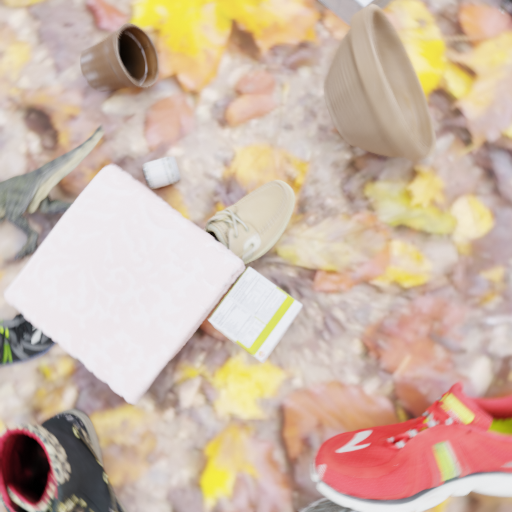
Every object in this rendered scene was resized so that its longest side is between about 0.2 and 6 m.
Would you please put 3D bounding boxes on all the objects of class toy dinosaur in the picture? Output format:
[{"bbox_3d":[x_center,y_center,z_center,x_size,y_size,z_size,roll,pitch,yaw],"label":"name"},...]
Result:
[{"bbox_3d":[-3.555,-0.810,8.969,3.076,0.730,1.355,-28,91,1],"label":"toy dinosaur"}]

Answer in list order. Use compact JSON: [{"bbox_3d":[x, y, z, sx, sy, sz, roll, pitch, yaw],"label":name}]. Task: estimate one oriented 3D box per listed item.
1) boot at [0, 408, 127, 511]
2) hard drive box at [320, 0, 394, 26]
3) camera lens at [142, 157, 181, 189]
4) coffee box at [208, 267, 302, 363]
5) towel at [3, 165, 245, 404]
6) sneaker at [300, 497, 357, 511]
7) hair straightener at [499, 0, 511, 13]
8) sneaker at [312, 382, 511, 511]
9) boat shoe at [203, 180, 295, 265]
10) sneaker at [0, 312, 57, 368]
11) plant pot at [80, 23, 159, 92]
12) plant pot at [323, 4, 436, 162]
[{"bbox_3d":[-2.454,3.384,7.284,1.008,2.110,2.793,-22,77,-5],"label":"boot"},{"bbox_3d":[1.715,-5.305,10.185,1.490,0.734,1.912,-42,80,-10],"label":"hard drive box"},{"bbox_3d":[-1.584,-1.384,9.348,0.560,0.448,0.448,-17,76,-5],"label":"camera lens"},{"bbox_3d":[-0.010,0.918,8.474,0.997,1.006,1.008,35,80,8],"label":"coffee box"},{"bbox_3d":[-1.974,0.361,8.320,2.748,0.443,2.625,36,86,15],"label":"towel"},{"bbox_3d":[0.760,4.378,7.679,2.913,1.135,1.447,-28,84,2],"label":"sneaker"},{"bbox_3d":[4.783,-4.531,10.217,0.848,0.451,2.205,-31,82,-7],"label":"hair straightener"},{"bbox_3d":[2.470,2.443,7.696,3.563,1.372,1.513,-6,117,-10],"label":"sneaker"},{"bbox_3d":[-0.390,-0.293,8.682,2.440,0.793,0.880,-43,65,0],"label":"boat shoe"},{"bbox_3d":[-3.834,1.287,8.370,2.065,0.856,0.732,-23,75,-23],"label":"sneaker"},{"bbox_3d":[-2.348,-3.252,9.433,1.006,1.016,1.016,-5,73,31],"label":"plant pot"},{"bbox_3d":[1.851,-2.560,8.952,1.153,2.499,2.499,-19,74,30],"label":"plant pot"}]
